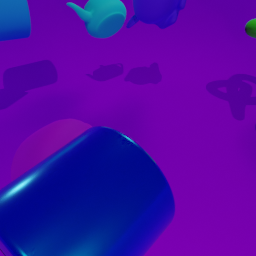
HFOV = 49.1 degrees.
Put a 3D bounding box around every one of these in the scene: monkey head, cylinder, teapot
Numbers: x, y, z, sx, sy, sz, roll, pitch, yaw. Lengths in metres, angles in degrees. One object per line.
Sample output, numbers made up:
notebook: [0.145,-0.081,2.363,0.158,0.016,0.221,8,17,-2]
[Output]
monkey head: [0.633,-2.785,5.854,1.036,1.720,1.237,20,47,-14]
cylinder: [-2.941,-2.544,6.005,1.330,1.330,1.330,-17,46,-25]
cylinder: [-0.370,0.707,2.204,1.087,1.087,1.087,31,51,28]
teapot: [-0.625,-2.616,6.423,1.641,1.021,0.804,-19,72,-45]
teapot: [-0.873,0.568,3.336,0.985,1.251,2.013,-3,36,23]

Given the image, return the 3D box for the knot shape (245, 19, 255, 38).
knot shape: [3.252,-1.976,5.383,2.088,0.965,1.954,-48,29,-15]
